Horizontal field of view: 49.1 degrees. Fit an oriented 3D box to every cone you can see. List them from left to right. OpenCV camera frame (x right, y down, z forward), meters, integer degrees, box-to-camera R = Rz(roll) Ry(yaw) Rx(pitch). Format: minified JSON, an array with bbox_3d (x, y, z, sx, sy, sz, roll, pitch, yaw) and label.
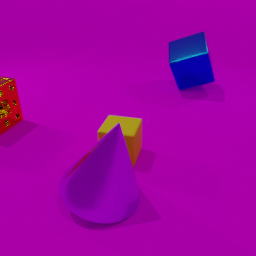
[{"bbox_3d":[-0.323,0.530,4.796,1.516,1.522,1.516,12,34,-8],"label":"cone"}]

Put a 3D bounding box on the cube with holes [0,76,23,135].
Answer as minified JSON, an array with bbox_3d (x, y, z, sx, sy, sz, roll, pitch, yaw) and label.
[{"bbox_3d":[-3.790,-0.607,7.427,1.242,1.242,1.242,10,31,17],"label":"cube with holes"}]

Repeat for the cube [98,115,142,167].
[{"bbox_3d":[-0.157,0.272,6.307,0.804,0.804,0.804,7,30,13],"label":"cube"}]

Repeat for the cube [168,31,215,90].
[{"bbox_3d":[2.196,-2.303,9.719,1.280,1.280,1.280,-12,47,20],"label":"cube"}]
